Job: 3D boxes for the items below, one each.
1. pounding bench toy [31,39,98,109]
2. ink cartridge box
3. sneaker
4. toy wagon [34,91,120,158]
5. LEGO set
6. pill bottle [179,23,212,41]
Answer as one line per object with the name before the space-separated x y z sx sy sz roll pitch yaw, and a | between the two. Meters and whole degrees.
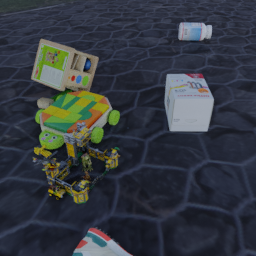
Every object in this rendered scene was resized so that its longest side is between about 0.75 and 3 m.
pounding bench toy | -2.261 -1.717 9.998 1.399 2.252 1.756 22 10 24
ink cartridge box | 1.859 -0.822 8.845 1.199 1.194 1.651 0 37 -1
sneaker | -0.189 2.613 4.870 1.978 0.696 0.925 25 55 30
toy wagon | -1.720 -0.199 8.538 2.245 0.572 2.893 17 40 21
LEGO set | -1.155 0.715 6.854 1.536 1.157 1.997 25 44 29
pill bottle | 3.486 -5.018 14.601 1.608 0.874 0.874 3 37 4
